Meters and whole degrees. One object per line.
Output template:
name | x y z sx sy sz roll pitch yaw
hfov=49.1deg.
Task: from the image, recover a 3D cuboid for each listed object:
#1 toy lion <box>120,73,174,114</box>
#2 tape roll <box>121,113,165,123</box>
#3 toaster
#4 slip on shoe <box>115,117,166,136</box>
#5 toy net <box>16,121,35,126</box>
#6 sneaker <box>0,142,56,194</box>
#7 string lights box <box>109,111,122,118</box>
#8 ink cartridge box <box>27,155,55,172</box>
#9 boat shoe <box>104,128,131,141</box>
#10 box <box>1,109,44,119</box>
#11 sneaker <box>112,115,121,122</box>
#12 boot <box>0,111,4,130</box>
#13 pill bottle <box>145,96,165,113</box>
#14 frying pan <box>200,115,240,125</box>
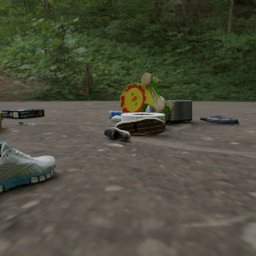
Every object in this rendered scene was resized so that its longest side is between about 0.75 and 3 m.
toy lion | 0.649 -1.170 12.912 2.294 2.393 0.822 -40 -32 28
tape roll | 0.579 -0.244 10.833 1.726 0.604 1.726 -1 7 0
toaster | 2.094 -0.799 13.446 1.615 1.060 1.786 -5 9 -28
slip on shoe | 0.403 -0.044 9.326 1.662 0.632 0.504 -7 14 2
toy net | -4.457 -0.193 12.236 0.797 0.154 0.418 2 7 10
sneaker | -1.716 0.529 4.270 0.581 0.671 1.549 4 9 31
string lights box | -0.396 -0.729 15.619 1.269 0.374 0.652 1 7 10
ink cartridge box | -1.946 0.679 4.880 1.039 0.296 0.844 0 7 27
boat shoe | -0.377 0.193 8.381 0.981 0.353 0.318 13 8 37
box | -6.082 -0.844 16.271 1.516 0.439 1.907 4 8 30
sneaker | -0.442 -0.443 13.818 0.782 0.299 0.315 0 16 11
boot | -5.704 -0.123 10.210 1.955 0.850 2.351 -14 12 -14
pill bottle | 1.492 -1.187 15.656 1.280 1.280 2.305 0 7 -1
frying pan | 4.395 -0.423 13.429 1.542 0.415 2.549 1 10 6
